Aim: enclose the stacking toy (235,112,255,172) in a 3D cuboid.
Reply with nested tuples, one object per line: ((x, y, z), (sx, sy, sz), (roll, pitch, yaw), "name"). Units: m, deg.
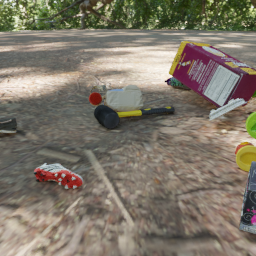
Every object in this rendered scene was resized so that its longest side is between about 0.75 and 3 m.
((3.245, 0.267, 6.369), (1.539, 1.393, 0.650), (3, 12, 10), "stacking toy")

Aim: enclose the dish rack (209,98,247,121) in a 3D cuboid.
((2.947, -0.590, 8.361), (1.044, 0.265, 1.216), (-32, -10, 32), "dish rack")

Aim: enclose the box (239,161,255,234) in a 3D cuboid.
((2.718, 1.266, 4.578), (1.516, 0.870, 1.002), (10, 26, 23), "box")

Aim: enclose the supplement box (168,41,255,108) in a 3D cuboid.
((3.142, -1.980, 10.243), (1.774, 1.399, 2.710), (-10, 42, -43), "supplement box")

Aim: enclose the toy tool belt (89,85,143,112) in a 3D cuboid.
((-0.420, -0.900, 9.624), (1.816, 1.134, 1.116), (-1, -5, -7), "toy tool belt")

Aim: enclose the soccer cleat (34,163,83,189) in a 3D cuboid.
((-1.425, 0.963, 5.905), (1.166, 0.400, 0.497), (4, 27, 20), "soccer cleat")

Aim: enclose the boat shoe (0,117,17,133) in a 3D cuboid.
((-3.951, -0.126, 7.868), (1.570, 0.448, 0.525), (3, 7, -30), "boat shoe")

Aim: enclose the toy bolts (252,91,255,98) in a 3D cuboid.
((5.813, -1.723, 9.933), (1.900, 2.617, 2.739), (1, 40, -19), "toy bolts")

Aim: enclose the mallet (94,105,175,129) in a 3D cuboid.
((0.358, -0.436, 9.044), (2.812, 0.579, 0.926), (-4, 23, -19), "mallet")

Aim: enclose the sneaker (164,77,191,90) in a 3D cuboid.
((2.276, -1.985, 12.505), (0.812, 0.690, 1.854), (-15, 15, -9), "sneaker")
